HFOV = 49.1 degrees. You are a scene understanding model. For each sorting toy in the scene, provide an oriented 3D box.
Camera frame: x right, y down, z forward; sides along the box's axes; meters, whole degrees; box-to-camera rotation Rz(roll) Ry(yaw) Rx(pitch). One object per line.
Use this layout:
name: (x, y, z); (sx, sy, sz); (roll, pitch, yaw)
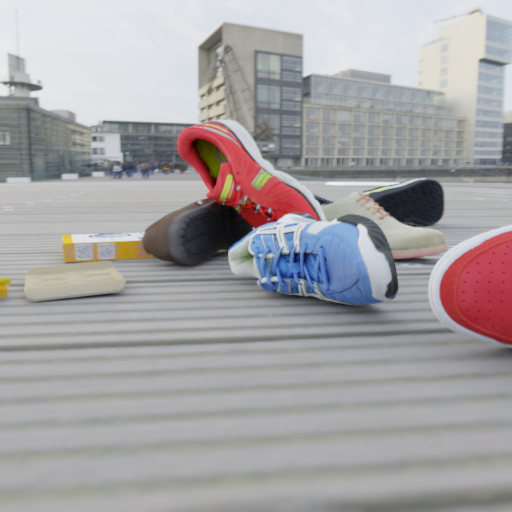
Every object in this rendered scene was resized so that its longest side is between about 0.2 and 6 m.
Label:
sorting toy: (-2.835, 0.401, 7.793); (1.848, 0.247, 1.377); (-6, 13, -20)

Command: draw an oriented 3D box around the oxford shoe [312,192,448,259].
oxford shoe: (2.059, -0.611, 10.604); (3.134, 1.157, 1.109); (10, 12, 33)

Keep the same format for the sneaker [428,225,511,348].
sneaker: (3.385, 0.418, 4.505); (3.558, 1.267, 2.001); (2, 6, 0)

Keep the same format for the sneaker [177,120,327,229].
sneaker: (-0.189, -1.058, 9.815); (3.345, 1.288, 1.420); (45, 33, 16)

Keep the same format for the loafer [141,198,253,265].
loafer: (-1.029, -0.612, 10.650); (1.165, 1.198, 3.281); (1, 8, 24)

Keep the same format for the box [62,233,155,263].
box: (-2.658, -0.183, 10.681); (1.976, 0.410, 1.176); (-1, 9, -19)

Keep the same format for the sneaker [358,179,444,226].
sneaker: (3.676, -1.470, 15.421); (3.676, 1.318, 1.522); (-7, 12, -36)

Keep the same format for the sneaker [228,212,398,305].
sneaker: (0.647, 0.132, 7.185); (1.203, 1.183, 3.124); (-19, 10, -20)
